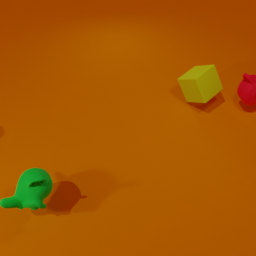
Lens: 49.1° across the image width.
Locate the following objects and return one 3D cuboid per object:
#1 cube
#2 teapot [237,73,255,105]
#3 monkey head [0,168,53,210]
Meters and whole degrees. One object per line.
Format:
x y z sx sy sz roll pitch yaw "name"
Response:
2.285 -1.394 8.873 0.872 0.872 0.872 -37 24 -20 "cube"
3.880 -1.218 8.793 0.990 1.592 0.779 -46 50 4 "teapot"
-2.257 1.346 6.258 1.085 1.509 0.909 3 87 -28 "monkey head"
